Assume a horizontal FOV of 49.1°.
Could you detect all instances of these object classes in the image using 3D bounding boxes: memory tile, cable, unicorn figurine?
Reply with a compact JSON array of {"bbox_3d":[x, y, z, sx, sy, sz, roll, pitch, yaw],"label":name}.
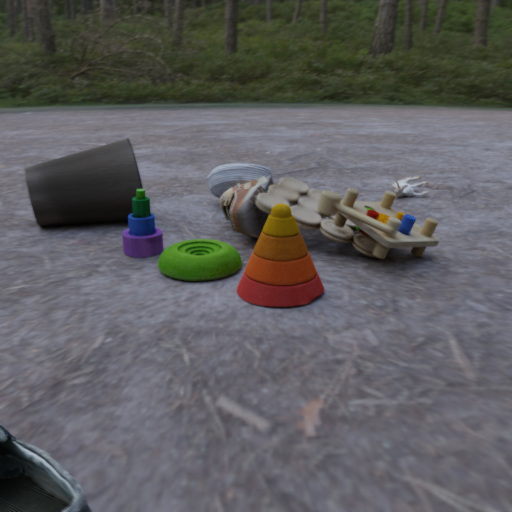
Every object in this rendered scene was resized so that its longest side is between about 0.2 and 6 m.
[{"bbox_3d":[1.562,-0.868,12.092,2.908,0.244,2.229,24,28,10],"label":"memory tile"},{"bbox_3d":[-0.412,-1.949,14.875,1.729,0.599,1.730,4,-11,-10],"label":"cable"},{"bbox_3d":[4.370,-1.966,16.162,1.084,0.583,1.578,-11,6,-2],"label":"unicorn figurine"}]

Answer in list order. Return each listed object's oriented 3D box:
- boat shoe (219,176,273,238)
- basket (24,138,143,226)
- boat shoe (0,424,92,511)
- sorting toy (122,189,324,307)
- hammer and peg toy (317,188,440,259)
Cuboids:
[{"bbox_3d":[-0.254,-1.086,12.906,1.115,1.176,3.105,-7,13,12],"label":"boat shoe"},{"bbox_3d":[-4.083,-1.645,13.397,2.486,1.691,2.241,-12,60,-15],"label":"basket"},{"bbox_3d":[-2.316,1.798,4.680,2.880,1.021,1.038,10,22,26],"label":"boat shoe"},{"bbox_3d":[-0.813,-0.433,10.211,4.550,1.567,1.578,15,25,35],"label":"sorting toy"},{"bbox_3d":[2.301,-0.604,10.854,2.350,0.829,1.728,-3,34,-39],"label":"hammer and peg toy"}]
